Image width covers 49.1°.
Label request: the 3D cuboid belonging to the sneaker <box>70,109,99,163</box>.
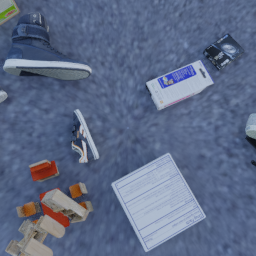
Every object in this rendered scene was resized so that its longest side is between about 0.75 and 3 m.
[{"bbox_3d":[-1.340,0.232,7.739,0.601,0.594,1.514,-21,77,-11],"label":"sneaker"}]

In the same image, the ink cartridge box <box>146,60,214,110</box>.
[{"bbox_3d":[1.527,-1.283,8.299,1.836,0.340,0.869,-24,75,-4],"label":"ink cartridge box"}]

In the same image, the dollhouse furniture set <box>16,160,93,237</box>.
[{"bbox_3d":[-1.979,1.746,7.166,1.733,0.893,1.714,-20,76,-5],"label":"dollhouse furniture set"}]

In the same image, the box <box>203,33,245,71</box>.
[{"bbox_3d":[2.951,-2.349,8.649,0.985,0.214,0.789,-35,77,-9],"label":"box"}]

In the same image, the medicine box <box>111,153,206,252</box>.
[{"bbox_3d":[0.717,1.845,7.113,1.655,0.935,1.817,-27,77,-7],"label":"medicine box"}]

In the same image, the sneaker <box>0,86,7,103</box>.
[{"bbox_3d":[-4.280,-0.761,8.030,1.487,0.583,0.591,-36,82,-21],"label":"sneaker"}]

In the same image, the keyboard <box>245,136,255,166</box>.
[{"bbox_3d":[4.035,0.917,7.768,1.227,0.199,1.931,-39,77,-16],"label":"keyboard"}]

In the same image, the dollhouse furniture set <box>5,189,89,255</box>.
[{"bbox_3d":[-1.747,2.335,6.348,0.994,1.403,1.527,41,50,-17],"label":"dollhouse furniture set"}]

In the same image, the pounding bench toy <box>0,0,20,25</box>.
[{"bbox_3d":[-4.302,-4.453,8.601,2.293,1.424,1.789,-38,78,-10],"label":"pounding bench toy"}]

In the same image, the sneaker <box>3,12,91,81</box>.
[{"bbox_3d":[-2.253,-2.429,8.270,2.565,0.975,1.853,7,77,3],"label":"sneaker"}]

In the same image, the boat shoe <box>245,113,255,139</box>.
[{"bbox_3d":[4.254,0.073,7.625,2.017,0.704,0.718,16,71,3],"label":"boat shoe"}]
